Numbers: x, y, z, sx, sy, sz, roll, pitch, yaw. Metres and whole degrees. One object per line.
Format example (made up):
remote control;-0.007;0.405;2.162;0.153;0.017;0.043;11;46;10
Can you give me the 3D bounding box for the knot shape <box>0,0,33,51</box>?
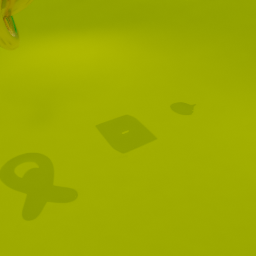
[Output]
knot shape;-2.498;-2.554;5.491;0.906;1.961;1.835;8;7;-41
